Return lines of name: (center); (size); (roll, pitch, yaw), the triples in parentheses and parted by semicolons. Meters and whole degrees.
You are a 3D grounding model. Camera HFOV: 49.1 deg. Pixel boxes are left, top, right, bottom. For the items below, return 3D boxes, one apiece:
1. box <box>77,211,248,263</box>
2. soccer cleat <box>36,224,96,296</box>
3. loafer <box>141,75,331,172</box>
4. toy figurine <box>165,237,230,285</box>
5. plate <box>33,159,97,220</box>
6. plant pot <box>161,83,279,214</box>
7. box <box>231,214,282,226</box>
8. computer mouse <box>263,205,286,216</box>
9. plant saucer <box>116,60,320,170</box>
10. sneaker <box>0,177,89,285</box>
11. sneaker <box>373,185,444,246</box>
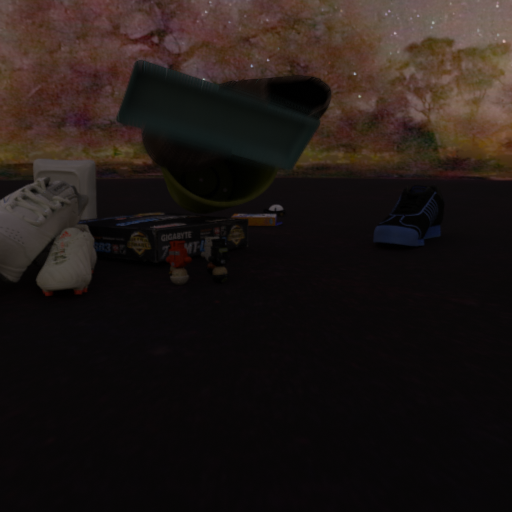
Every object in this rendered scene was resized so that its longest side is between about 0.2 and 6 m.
box: (-2.039, -0.435, 11.221); (2.759, 0.691, 2.780); (4, 10, 35)
soccer cleat: (-2.745, 0.028, 8.192); (0.739, 0.828, 2.134); (-2, 11, -9)
loafer: (-0.219, -2.425, 9.251); (3.507, 1.281, 1.245); (-25, 4, -26)
toy figurine: (-0.905, 0.075, 8.598); (0.967, 0.673, 0.952); (-4, 5, -14)
plate: (-4.144, -1.196, 11.947); (1.711, 1.707, 0.277); (6, 10, 25)
plant pot: (-0.934, -1.864, 11.323); (2.363, 2.363, 2.276); (-3, -9, -15)
box: (0.027, -1.004, 15.591); (1.380, 0.286, 0.822); (-1, 10, 4)
computer mouse: (0.625, -1.500, 18.337); (0.717, 0.287, 1.307); (0, 10, 5)
plant saucer: (-0.444, -1.788, 7.221); (2.534, 0.886, 0.240); (12, 43, -25)
sneaker: (-3.484, -0.570, 8.409); (1.268, 1.482, 3.402); (40, 3, -10)
sneaker: (3.432, -0.942, 12.479); (1.106, 1.228, 3.153); (6, 12, 29)
